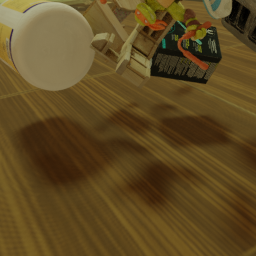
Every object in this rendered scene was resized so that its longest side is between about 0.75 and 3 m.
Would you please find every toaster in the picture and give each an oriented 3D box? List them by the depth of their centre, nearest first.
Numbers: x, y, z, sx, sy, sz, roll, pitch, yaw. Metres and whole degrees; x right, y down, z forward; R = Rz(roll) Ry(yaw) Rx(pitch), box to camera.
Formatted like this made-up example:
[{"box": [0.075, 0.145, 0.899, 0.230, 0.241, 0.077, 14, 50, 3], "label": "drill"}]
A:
[{"box": [2.987, -2.559, 6.110, 1.026, 1.730, 1.564, -42, 73, -1], "label": "toaster"}]

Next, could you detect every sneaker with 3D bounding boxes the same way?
[{"box": [1.516, -2.447, 4.441, 0.748, 1.853, 0.709, -8, 69, 25], "label": "sneaker"}]

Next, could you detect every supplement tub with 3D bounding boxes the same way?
[{"box": [-2.191, -2.130, 6.775, 1.877, 1.877, 2.582, -21, 36, -31], "label": "supplement tub"}]

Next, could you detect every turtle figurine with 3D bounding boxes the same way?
[{"box": [0.347, -1.002, 1.940, 1.092, 0.881, 0.352, 39, 14, -8], "label": "turtle figurine"}]

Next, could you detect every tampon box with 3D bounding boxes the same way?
[{"box": [1.467, -2.065, 7.527, 1.649, 1.041, 1.236, 8, 58, -8], "label": "tampon box"}]

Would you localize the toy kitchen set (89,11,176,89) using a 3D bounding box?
[{"box": [0.141, -1.805, 5.281, 1.188, 1.313, 1.456, 31, 31, -16], "label": "toy kitchen set"}]

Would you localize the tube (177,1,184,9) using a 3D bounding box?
[{"box": [1.495, -4.431, 9.691, 0.333, 0.372, 1.283, -2, -20, 42], "label": "tube"}]

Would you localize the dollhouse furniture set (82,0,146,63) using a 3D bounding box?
[{"box": [-0.108, -2.690, 7.886, 1.466, 1.252, 2.828, -32, 3, 40], "label": "dollhouse furniture set"}]
